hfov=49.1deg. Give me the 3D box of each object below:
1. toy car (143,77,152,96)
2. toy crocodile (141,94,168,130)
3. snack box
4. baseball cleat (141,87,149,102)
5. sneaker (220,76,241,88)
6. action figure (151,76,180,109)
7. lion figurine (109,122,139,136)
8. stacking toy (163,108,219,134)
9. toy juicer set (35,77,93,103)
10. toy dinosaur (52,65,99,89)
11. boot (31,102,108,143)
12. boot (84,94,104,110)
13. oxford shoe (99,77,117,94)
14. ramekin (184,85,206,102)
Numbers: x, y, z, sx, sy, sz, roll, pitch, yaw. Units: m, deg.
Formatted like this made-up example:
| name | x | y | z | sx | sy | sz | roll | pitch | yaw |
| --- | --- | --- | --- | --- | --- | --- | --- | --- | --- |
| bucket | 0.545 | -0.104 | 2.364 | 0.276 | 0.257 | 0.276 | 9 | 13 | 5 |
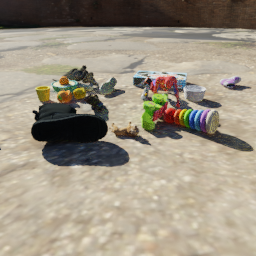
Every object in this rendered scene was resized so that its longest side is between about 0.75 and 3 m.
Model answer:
| name | x | y | z | sx | sy | sz | roll | pitch | yaw |
| --- | --- | --- | --- | --- | --- | --- | --- | --- | --- |
| toy car | 0.715 | -1.736 | 11.588 | 0.376 | 0.767 | 0.255 | 11 | 18 | -47 |
| toy crocodile | 0.991 | -0.633 | 9.779 | 0.677 | 0.740 | 2.192 | 20 | 32 | 20 |
| snack box | 1.643 | -2.464 | 14.111 | 2.556 | 0.474 | 1.485 | 6 | 25 | 12 |
| baseball cleat | 0.730 | -1.476 | 11.933 | 0.310 | 0.473 | 0.889 | 12 | 27 | -1 |
| sneaker | 5.155 | -2.188 | 13.679 | 1.151 | 0.417 | 0.656 | -14 | 33 | -13 |
| action figure | 1.478 | -1.399 | 11.472 | 0.937 | 1.421 | 2.871 | -3 | 2 | 0 |
| lion figurine | -0.135 | 0.074 | 8.763 | 1.018 | 0.369 | 0.623 | -11 | 31 | 10 |
| stacking toy | 2.003 | -0.320 | 9.217 | 1.820 | 0.777 | 0.777 | 12 | 26 | 37 |
| toy juicer set | -2.545 | -1.865 | 12.432 | 1.812 | 0.775 | 2.849 | 10 | 26 | 21 |
| toy dinosaur | -2.552 | -2.562 | 13.665 | 2.417 | 0.930 | 1.236 | 5 | 20 | -2 |
| boot | -1.871 | -0.245 | 8.862 | 2.356 | 0.872 | 1.931 | -4 | 20 | -8 |
| boot | -1.260 | -0.961 | 10.998 | 0.637 | 0.491 | 1.314 | 46 | 11 | 3 |
| oxford shoe | -0.946 | -1.894 | 12.973 | 0.433 | 0.564 | 1.500 | -34 | 14 | 34 |
| ramekin | 2.817 | -1.456 | 11.889 | 0.909 | 0.477 | 0.909 | -1 | 24 | 0 |
